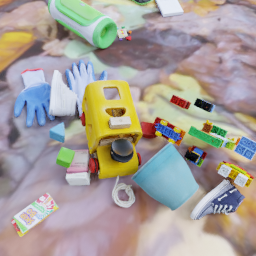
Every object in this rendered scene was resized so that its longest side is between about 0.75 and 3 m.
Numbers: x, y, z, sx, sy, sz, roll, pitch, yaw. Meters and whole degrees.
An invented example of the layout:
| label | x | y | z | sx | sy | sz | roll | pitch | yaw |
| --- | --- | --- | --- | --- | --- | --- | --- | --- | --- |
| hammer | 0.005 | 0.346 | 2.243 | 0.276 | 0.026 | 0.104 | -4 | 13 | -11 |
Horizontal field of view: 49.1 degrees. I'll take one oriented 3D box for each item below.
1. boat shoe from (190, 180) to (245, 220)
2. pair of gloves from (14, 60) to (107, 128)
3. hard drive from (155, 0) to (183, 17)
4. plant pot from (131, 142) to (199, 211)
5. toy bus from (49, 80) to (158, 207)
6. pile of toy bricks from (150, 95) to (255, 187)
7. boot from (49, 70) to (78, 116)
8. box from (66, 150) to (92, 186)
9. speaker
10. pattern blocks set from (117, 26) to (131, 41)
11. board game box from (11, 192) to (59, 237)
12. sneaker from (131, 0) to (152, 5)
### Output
| label | x | y | z | sx | sy | sz | roll | pitch | yaw |
| --- | --- | --- | --- | --- | --- | --- | --- | --- | --- |
| boat shoe | 2.137 | 1.821 | 6.566 | 1.382 | 0.516 | 0.641 | -35 | 55 | -22 |
| pair of gloves | -2.026 | -1.173 | 8.694 | 2.995 | 0.341 | 2.408 | -13 | 58 | -8 |
| hard drive | 1.642 | -4.960 | 11.316 | 0.829 | 0.159 | 1.257 | -10 | 57 | -7 |
| plant pot | 0.958 | 1.211 | 6.621 | 1.292 | 1.292 | 1.214 | -39 | 79 | -23 |
| toy bus | -0.343 | 0.098 | 6.915 | 2.689 | 1.389 | 2.537 | 33 | 57 | 4 |
| pile of toy bricks | 2.142 | 0.211 | 7.289 | 2.791 | 1.378 | 1.549 | 31 | 104 | 26 |
| boot | -1.884 | -1.005 | 8.276 | 0.774 | 0.596 | 1.620 | 6 | 57 | -18 |
| box | -1.241 | 1.006 | 7.145 | 0.522 | 0.445 | 0.817 | -2 | 56 | 4 |
| speaker | -1.662 | -3.901 | 10.028 | 2.664 | 1.178 | 1.178 | 38 | 64 | 22 |
| pattern blocks set | -0.212 | -3.508 | 10.407 | 0.689 | 0.064 | 0.784 | -3 | 56 | -2 |
| board game box | -2.223 | 2.047 | 6.665 | 1.044 | 0.157 | 0.499 | -37 | 63 | -19 |
| sneaker | 0.401 | -5.442 | 11.384 | 1.388 | 0.581 | 0.533 | 22 | 59 | 14 |
